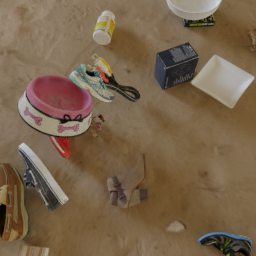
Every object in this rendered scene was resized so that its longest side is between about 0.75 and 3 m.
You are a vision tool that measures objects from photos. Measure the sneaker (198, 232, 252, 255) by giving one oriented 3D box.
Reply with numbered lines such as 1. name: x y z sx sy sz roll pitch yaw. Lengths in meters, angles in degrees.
1. sneaker: 3.079 3.713 8.844 1.693 0.600 0.702 8 58 1

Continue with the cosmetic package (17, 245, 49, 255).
1. cosmetic package: -2.995 3.973 8.846 0.859 0.375 0.444 3 64 2

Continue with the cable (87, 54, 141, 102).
1. cable: -0.515 -1.723 10.604 2.500 0.629 1.214 34 45 -16

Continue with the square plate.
1. square plate: 3.956 -1.958 11.781 1.988 0.283 1.969 36 69 16

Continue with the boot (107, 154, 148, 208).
1. boot: -0.036 1.815 9.768 1.370 0.658 1.873 -3 61 3

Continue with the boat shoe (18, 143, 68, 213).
1. boat shoe: -3.179 1.703 9.693 0.904 0.956 2.666 -36 76 -17

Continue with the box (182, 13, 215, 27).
1. box: 3.321 -5.528 13.483 1.451 0.357 1.503 -3 63 -4

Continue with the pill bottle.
1. pill bottle: -1.049 -4.600 12.766 0.821 0.821 1.456 9 65 4

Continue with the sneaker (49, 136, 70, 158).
1. sneaker: -2.393 -0.015 10.536 1.269 0.861 2.197 -29 69 -12

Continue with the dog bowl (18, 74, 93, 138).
1. dog bowl: -2.385 -0.872 9.690 2.577 0.950 2.577 19 35 -14

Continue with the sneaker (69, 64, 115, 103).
1. sneaker: -1.002 -1.406 8.903 0.713 1.652 0.641 -50 35 16

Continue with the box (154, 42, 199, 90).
1. box: 1.921 -2.481 11.374 1.438 1.463 0.907 -23 64 -11

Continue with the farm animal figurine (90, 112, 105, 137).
1. farm animal figurine: -1.305 -0.116 10.821 0.889 0.469 0.899 19 71 23

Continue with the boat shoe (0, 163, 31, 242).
1. boat shoe: -3.963 2.364 9.104 0.997 0.974 2.636 -38 63 27

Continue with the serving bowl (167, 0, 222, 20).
1. serving bowl: 2.997 -5.898 13.013 2.527 0.831 2.527 -1 64 1

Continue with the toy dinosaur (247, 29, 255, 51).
1. toy dinosaur: 6.092 -3.858 12.469 1.254 0.794 1.850 -38 75 -24
